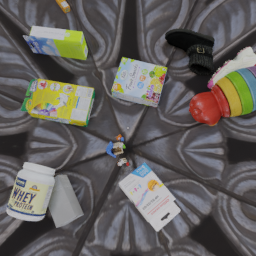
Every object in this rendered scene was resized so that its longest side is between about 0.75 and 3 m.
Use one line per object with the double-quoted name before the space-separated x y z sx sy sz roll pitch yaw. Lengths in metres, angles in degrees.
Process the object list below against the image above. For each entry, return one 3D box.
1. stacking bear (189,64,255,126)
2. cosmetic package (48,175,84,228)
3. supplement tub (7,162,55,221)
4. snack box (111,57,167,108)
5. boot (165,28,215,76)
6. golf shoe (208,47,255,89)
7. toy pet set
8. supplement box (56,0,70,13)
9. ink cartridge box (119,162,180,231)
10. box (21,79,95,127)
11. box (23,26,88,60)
"stacking bear" 3.647 -1.057 9.903 2.990 1.816 1.701 -23 104 5
"cosmetic package" -2.143 2.343 9.079 0.795 0.671 1.488 -30 75 10
"supplement tub" -2.883 1.897 8.460 1.117 1.117 1.541 14 82 5
"snack box" 0.436 -1.739 10.672 1.804 0.610 1.521 14 71 6
"boot" 2.404 -2.993 11.026 2.103 0.791 1.572 11 71 4
"golf shoe" 4.128 -2.101 10.677 2.420 0.912 1.108 -38 77 -11
"toy pet set" -0.396 0.683 8.738 0.509 0.895 0.959 -15 107 -11
"supplement box" -2.844 -5.413 12.182 0.299 0.289 0.870 -29 73 -12
"ink cartridge box" 0.740 2.260 9.187 1.128 0.665 1.959 -38 74 -13
"box" -2.583 -0.958 10.411 2.462 0.595 1.445 11 71 1
"box" -2.743 -3.280 10.844 2.174 1.326 0.518 8 75 3
